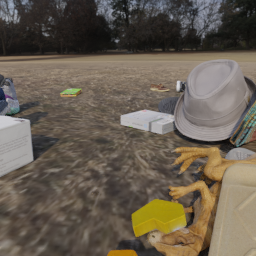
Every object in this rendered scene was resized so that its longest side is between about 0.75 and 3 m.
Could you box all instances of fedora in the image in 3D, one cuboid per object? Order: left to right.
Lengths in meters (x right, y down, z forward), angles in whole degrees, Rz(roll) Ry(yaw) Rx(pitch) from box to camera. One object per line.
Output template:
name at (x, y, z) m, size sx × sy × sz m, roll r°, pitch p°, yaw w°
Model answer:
fedora at (1.855, -0.792, 6.124) m, size 1.818 × 0.928 × 2.056 m, roll 18°, pitch 57°, yaw 40°

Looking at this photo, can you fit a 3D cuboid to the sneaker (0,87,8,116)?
sneaker at (-3.837, -0.213, 6.188) m, size 0.967 × 1.757 × 2.400 m, roll 38°, pitch 59°, yaw 25°

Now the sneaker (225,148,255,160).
sneaker at (2.343, 0.605, 3.687) m, size 0.884 × 0.969 × 2.365 m, roll -10°, pitch 19°, yaw -30°

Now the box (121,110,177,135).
box at (0.685, -0.196, 7.702) m, size 1.434 × 0.295 × 1.118 m, roll 15°, pitch 21°, yaw 39°

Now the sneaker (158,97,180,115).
sneaker at (1.792, -0.663, 9.008) m, size 1.908 × 0.670 × 0.783 m, roll -3°, pitch -3°, yaw -15°

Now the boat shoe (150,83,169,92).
boat shoe at (1.575, -2.028, 13.904) m, size 1.044 × 0.376 × 0.377 m, roll 13°, pitch 21°, yaw 38°

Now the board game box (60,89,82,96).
board game box at (-2.598, -1.623, 12.839) m, size 0.675 × 0.212 × 1.413 m, roll 0°, pitch 14°, yaw 3°

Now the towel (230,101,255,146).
towel at (3.090, -0.910, 5.343) m, size 0.311 × 2.869 × 2.104 m, roll 39°, pitch 23°, yaw 28°

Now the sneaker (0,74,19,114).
sneaker at (-4.090, -1.053, 8.308) m, size 0.887 × 1.595 × 2.281 m, roll 1°, pitch 16°, yaw 4°

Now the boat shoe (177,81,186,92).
boat shoe at (2.718, -2.040, 13.793) m, size 0.502 × 0.531 × 1.480 m, roll 5°, pitch 10°, yaw 20°

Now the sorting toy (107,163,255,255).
sorting toy at (1.243, 1.095, 2.389) m, size 2.695 × 0.361 × 2.008 m, roll 3°, pitch 34°, yaw 25°

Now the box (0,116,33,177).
box at (-2.603, 0.310, 4.949) m, size 1.270 × 0.834 × 1.277 m, roll 8°, pitch 18°, yaw 26°

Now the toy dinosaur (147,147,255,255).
toy dinosaur at (1.484, 0.605, 3.547) m, size 2.993 × 0.904 × 1.590 m, roll -35°, pitch 25°, yaw -15°
